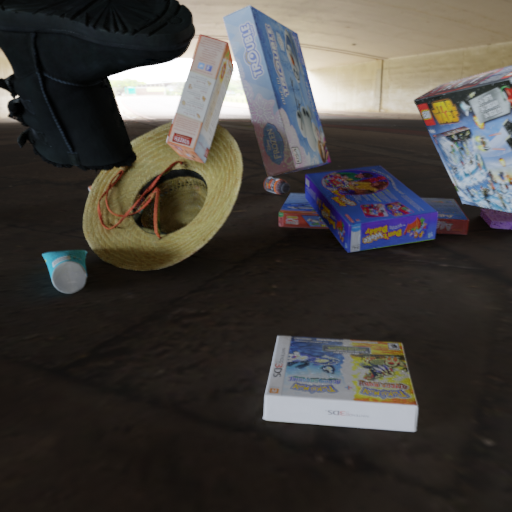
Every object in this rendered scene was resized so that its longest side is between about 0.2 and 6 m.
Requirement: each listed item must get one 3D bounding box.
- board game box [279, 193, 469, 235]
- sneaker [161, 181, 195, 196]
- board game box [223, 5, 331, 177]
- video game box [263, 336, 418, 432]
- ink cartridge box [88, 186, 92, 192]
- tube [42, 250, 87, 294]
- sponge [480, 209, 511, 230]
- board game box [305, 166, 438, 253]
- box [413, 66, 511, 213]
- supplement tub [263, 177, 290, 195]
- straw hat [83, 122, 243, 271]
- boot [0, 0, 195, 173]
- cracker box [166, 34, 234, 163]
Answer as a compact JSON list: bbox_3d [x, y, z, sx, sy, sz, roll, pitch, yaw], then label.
[{"bbox_3d":[2.619,-0.998,12.830,3.963,0.385,2.040,3,18,10],"label":"board game box"},{"bbox_3d":[-2.233,-2.152,15.634,2.272,0.930,0.832,-11,21,-29],"label":"sneaker"},{"bbox_3d":[0.596,-3.378,12.012,0.685,3.159,3.143,-13,7,23],"label":"board game box"},{"bbox_3d":[0.845,1.260,5.756,1.426,0.334,1.299,2,20,7],"label":"video game box"},{"bbox_3d":[-3.893,-1.910,15.276,1.263,0.317,1.024,-29,26,-13],"label":"ink cartridge box"},{"bbox_3d":[-3.123,0.128,9.224,0.765,0.498,1.975,2,11,-21],"label":"tube"},{"bbox_3d":[5.566,-0.844,12.684,0.717,0.192,1.285,3,17,10],"label":"sponge"},{"bbox_3d":[2.264,-1.063,11.592,1.799,0.599,2.676,-8,30,-10],"label":"board game box"},{"bbox_3d":[3.291,-1.526,7.653,0.556,1.908,2.787,-31,13,0],"label":"box"},{"bbox_3d":[0.603,-1.992,15.940,0.444,0.444,0.829,-12,20,-33],"label":"supplement tub"},{"bbox_3d":[-1.455,-0.882,10.501,3.326,3.326,1.408,11,-20,31],"label":"straw hat"},{"bbox_3d":[-2.331,-2.451,8.336,3.251,2.664,1.203,10,48,11],"label":"boot"},{"bbox_3d":[-0.715,-2.024,7.408,0.414,1.437,0.962,17,0,2],"label":"cracker box"}]
